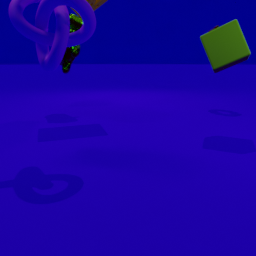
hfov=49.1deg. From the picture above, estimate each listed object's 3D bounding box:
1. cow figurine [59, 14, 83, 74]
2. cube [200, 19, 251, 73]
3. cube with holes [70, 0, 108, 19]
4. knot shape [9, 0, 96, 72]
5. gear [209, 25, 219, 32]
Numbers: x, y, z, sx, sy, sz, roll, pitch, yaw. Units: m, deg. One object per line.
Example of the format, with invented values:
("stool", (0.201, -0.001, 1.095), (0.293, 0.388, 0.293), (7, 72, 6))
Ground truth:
("cow figurine", (-1.934, -2.819, 9.111), (0.918, 1.673, 1.646), (18, 46, -22))
("cube", (2.220, -1.829, 6.426), (0.824, 0.824, 0.824), (-22, -2, 20))
("cube with holes", (-1.191, -4.065, 7.860), (1.136, 1.136, 1.136), (-47, 6, -22))
("knot shape", (-1.283, -1.599, 4.683), (1.407, 1.316, 0.650), (16, 18, 12))
("gear", (3.319, -3.036, 9.909), (1.169, 1.169, 0.216), (15, 48, 46))
